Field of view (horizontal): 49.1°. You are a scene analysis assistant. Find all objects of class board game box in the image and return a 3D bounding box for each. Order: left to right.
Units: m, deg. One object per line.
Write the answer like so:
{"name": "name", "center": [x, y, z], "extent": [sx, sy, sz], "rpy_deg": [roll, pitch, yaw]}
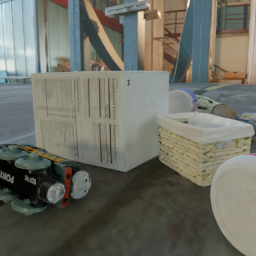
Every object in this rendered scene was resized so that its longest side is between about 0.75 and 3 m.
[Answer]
{"name": "board game box", "center": [5.550, -0.131, 10.317], "extent": [2.748, 0.473, 1.860], "rpy_deg": [7, 14, 30]}

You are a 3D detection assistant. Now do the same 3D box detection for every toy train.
{"name": "toy train", "center": [-1.733, 0.783, 4.996], "extent": [2.311, 0.985, 1.317], "rpy_deg": [9, 5, 37]}

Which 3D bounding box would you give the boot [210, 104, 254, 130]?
{"name": "boot", "center": [3.517, -0.162, 9.802], "extent": [2.657, 0.933, 1.943], "rpy_deg": [-9, 20, -27]}

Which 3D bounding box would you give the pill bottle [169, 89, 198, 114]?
{"name": "pill bottle", "center": [2.502, -1.136, 13.034], "extent": [1.356, 1.356, 2.420], "rpy_deg": [5, 12, 22]}

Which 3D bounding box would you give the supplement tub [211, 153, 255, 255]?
{"name": "supplement tub", "center": [2.113, 0.868, 3.628], "extent": [1.776, 1.247, 1.247], "rpy_deg": [-6, 13, -26]}

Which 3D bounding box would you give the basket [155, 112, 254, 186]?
{"name": "basket", "center": [1.562, 0.373, 6.168], "extent": [1.306, 1.189, 1.927], "rpy_deg": [-5, 12, -21]}

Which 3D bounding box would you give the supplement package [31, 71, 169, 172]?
{"name": "supplement package", "center": [-0.676, -0.386, 7.322], "extent": [2.859, 2.154, 2.169], "rpy_deg": [6, 13, 33]}

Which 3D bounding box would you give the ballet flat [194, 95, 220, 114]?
{"name": "ballet flat", "center": [3.688, -1.232, 14.074], "extent": [0.992, 0.992, 2.857], "rpy_deg": [-4, 15, -19]}
